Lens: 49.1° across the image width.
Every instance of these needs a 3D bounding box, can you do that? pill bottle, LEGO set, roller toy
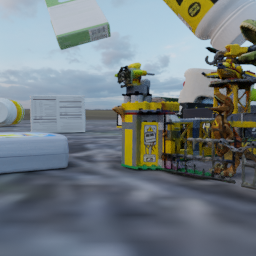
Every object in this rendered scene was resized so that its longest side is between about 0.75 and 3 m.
[{"bbox_3d":[-4.344,-0.548,9.884,0.979,0.979,1.736,0,2,-7],"label":"pill bottle"},{"bbox_3d":[0.826,-0.313,1.431,1.451,1.093,1.887,-1,2,-30],"label":"LEGO set"},{"bbox_3d":[1.844,-3.101,6.596,1.538,2.692,1.538,-37,-12,-9],"label":"pill bottle"},{"bbox_3d":[3.156,-1.080,10.357,2.538,1.944,2.783,5,11,-27],"label":"roller toy"}]

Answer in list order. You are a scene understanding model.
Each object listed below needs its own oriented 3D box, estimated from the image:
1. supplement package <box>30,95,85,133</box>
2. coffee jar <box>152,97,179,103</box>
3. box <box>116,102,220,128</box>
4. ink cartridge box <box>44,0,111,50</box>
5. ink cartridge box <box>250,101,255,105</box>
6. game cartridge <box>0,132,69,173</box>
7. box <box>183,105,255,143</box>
[{"bbox_3d":[-1.476,-0.293,5.961,1.032,0.735,1.326,-1,3,-14],"label":"supplement package"},{"bbox_3d":[2.003,-0.708,11.996,2.699,1.152,1.408,-3,1,-42],"label":"coffee jar"},{"bbox_3d":[1.451,-0.310,7.673,2.235,0.691,2.799,0,1,45],"label":"box"},{"bbox_3d":[-1.713,-3.658,9.263,1.691,2.324,0.557,-19,-36,-8],"label":"ink cartridge box"},{"bbox_3d":[5.711,-0.784,14.425,1.964,1.134,2.699,-1,2,-30],"label":"ink cartridge box"},{"bbox_3d":[-0.810,0.132,1.901,0.692,0.210,1.037,3,0,-31],"label":"game cartridge"},{"bbox_3d":[1.637,-0.029,3.001,1.735,0.426,1.399,0,5,-8],"label":"box"}]
